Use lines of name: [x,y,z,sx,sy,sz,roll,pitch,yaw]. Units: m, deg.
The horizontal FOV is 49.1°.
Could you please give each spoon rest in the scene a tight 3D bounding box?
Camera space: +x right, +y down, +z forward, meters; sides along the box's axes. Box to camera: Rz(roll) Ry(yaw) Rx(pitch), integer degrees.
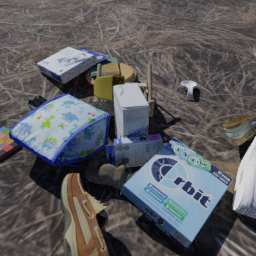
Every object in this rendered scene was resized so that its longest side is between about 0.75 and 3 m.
spoon rest: [2.758,-1.792,12.548,0.698,0.426,1.404,3,39,5]

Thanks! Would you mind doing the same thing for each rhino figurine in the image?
rhino figurine: [-0.266,1.371,8.268,2.139,0.640,0.935,12,51,12]

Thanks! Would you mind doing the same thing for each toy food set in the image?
toy food set: [-0.724,-2.417,13.207,2.444,0.595,2.419,11,39,16]

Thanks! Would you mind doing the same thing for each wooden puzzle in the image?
wooden puzzle: [-4.458,0.536,9.743,1.316,0.156,2.219,23,43,27]

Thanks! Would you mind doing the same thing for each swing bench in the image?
swing bench: [-0.152,-1.305,11.065,2.206,1.439,2.218,1,53,0]

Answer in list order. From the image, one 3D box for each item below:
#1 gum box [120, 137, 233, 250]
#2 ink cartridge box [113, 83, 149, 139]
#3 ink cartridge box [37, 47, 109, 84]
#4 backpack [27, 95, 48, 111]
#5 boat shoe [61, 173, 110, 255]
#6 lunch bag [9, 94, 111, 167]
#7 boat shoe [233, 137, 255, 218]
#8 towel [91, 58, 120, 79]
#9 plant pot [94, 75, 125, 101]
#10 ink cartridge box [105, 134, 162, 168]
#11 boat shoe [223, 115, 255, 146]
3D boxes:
gum box: [1.384,1.607,7.646,2.100,0.551,2.472,37,48,20]
ink cartridge box: [0.087,-0.230,9.200,0.838,2.024,1.475,-8,38,-10]
ink cartridge box: [-2.725,-3.308,13.680,2.688,0.546,2.682,-36,40,-23]
backpack: [-3.494,-0.859,11.150,0.833,0.639,0.732,20,42,40]
boat shoe: [-1.002,2.233,6.740,1.058,1.084,2.864,-9,37,-9]
lunch bag: [-2.148,0.162,9.060,2.142,1.605,2.519,24,34,28]
boat shoe: [3.803,1.352,8.063,0.983,1.034,2.871,24,41,12]
towel: [-1.085,-2.816,13.142,1.349,0.200,1.839,-6,37,-4]
plant pot: [-0.716,-1.416,9.929,0.896,0.871,0.876,5,10,28]
ink cartridge box: [0.163,0.754,8.733,1.740,1.038,0.365,-7,38,-9]
boat shoe: [4.062,0.041,9.749,2.470,0.820,0.914,-14,4,-44]
